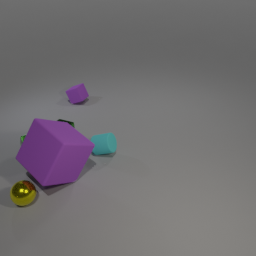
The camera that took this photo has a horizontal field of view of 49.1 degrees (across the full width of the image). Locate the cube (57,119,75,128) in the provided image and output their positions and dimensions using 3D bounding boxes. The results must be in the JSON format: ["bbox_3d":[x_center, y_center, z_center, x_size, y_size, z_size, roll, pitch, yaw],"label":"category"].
[{"bbox_3d":[-2.499,0.163,10.667,0.700,0.700,0.700,13,33,21],"label":"cube"}]

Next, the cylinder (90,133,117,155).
[{"bbox_3d":[-0.849,0.555,9.802,0.700,0.700,0.700,-10,25,23],"label":"cylinder"}]

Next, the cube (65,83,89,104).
[{"bbox_3d":[-2.457,-1.667,13.598,0.700,0.700,0.700,-12,23,28],"label":"cube"}]

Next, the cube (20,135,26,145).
[{"bbox_3d":[-3.246,0.612,9.624,0.700,0.700,0.700,-17,77,-27],"label":"cube"}]

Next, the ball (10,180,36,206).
[{"bbox_3d":[-2.925,1.812,7.822,0.700,0.700,0.700,0,30,0],"label":"ball"}]

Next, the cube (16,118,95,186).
[{"bbox_3d":[-2.144,0.701,8.333,1.400,1.400,1.400,35,12,27],"label":"cube"}]
